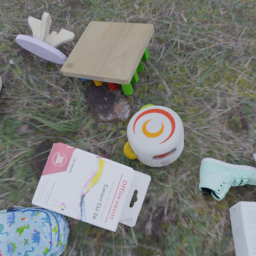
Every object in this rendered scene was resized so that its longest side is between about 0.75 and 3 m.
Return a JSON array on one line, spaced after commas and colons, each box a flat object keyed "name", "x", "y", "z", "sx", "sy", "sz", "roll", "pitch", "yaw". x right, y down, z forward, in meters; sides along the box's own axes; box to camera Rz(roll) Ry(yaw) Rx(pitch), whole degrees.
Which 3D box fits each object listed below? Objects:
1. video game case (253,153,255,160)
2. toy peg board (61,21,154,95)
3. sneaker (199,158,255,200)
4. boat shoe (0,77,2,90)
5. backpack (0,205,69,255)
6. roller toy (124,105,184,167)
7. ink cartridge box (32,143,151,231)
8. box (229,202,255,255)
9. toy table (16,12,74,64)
[{"name": "video game case", "x": 5.153, "y": 1.566, "z": 8.426, "sx": 2.398, "sy": 0.545, "sz": 2.174, "roll": -1, "pitch": 60, "yaw": -33}, {"name": "toy peg board", "x": -0.621, "y": -2.626, "z": 10.890, "sx": 2.778, "sy": 1.364, "sz": 2.790, "roll": 12, "pitch": 61, "yaw": 23}, {"name": "sneaker", "x": 3.264, "y": 1.789, "z": 8.717, "sx": 2.127, "sy": 0.783, "sz": 1.254, "roll": 11, "pitch": 58, "yaw": 17}, {"name": "boat shoe", "x": -5.134, "y": -0.739, "z": 9.694, "sx": 1.086, "sy": 0.962, "sz": 2.967, "roll": 2, "pitch": 76, "yaw": -6}, {"name": "backpack", "x": -2.793, "y": 3.028, "z": 7.758, "sx": 2.276, "sy": 1.750, "sz": 1.857, "roll": 0, "pitch": 60, "yaw": -13}, {"name": "roller toy", "x": 0.916, "y": 0.324, "z": 9.155, "sx": 1.759, "sy": 1.348, "sz": 1.929, "roll": 22, "pitch": 66, "yaw": 23}, {"name": "ink cartridge box", "x": -0.912, "y": 1.718, "z": 7.985, "sx": 2.990, "sy": 1.009, "sz": 1.742, "roll": 19, "pitch": 87, "yaw": -4}, {"name": "box", "x": 3.758, "y": 3.191, "z": 7.900, "sx": 1.246, "sy": 0.977, "sz": 2.004, "roll": 2, "pitch": 63, "yaw": 0}, {"name": "toy table", "x": -3.172, "y": -3.476, "z": 10.971, "sx": 2.066, "sy": 1.899, "sz": 1.210, "roll": 24, "pitch": 80, "yaw": -10}]
